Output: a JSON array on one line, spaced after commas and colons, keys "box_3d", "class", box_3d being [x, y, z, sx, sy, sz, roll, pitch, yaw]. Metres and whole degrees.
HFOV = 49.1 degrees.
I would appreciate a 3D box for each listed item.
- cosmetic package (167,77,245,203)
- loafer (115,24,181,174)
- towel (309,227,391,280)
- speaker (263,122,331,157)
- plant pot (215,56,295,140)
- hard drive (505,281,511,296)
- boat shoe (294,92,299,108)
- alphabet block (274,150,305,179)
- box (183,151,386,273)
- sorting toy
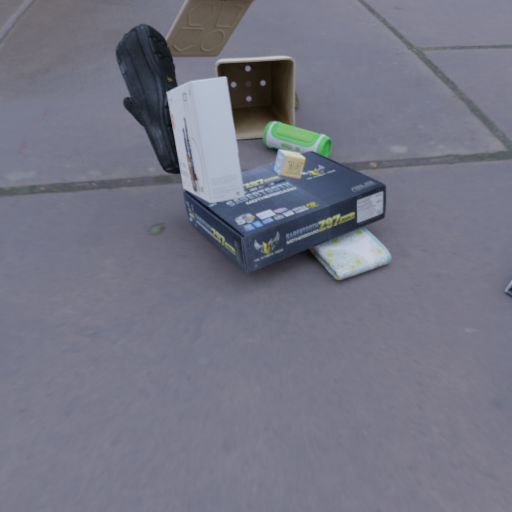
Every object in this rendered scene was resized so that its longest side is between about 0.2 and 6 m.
[{"box_3d": [-0.870, -1.866, 9.034, 0.598, 1.745, 2.314, -10, 14, -15], "class": "cosmetic package"}, {"box_3d": [-2.003, -2.955, 10.909, 1.089, 1.053, 3.101, -22, 78, 25], "class": "loafer"}, {"box_3d": [1.783, -0.158, 11.233, 1.261, 0.355, 1.473, -20, 44, -18], "class": "towel"}, {"box_3d": [1.026, -2.880, 14.114, 1.658, 0.733, 0.733, 21, 45, 23], "class": "speaker"}, {"box_3d": [-0.112, -4.437, 15.088, 2.013, 2.016, 1.785, -5, 32, -6], "class": "plant pot"}, {"box_3d": [5.923, 0.350, 10.513, 2.289, 0.485, 1.544, -31, 49, -31], "class": "hard drive"}, {"box_3d": [0.754, -4.916, 16.610, 0.651, 0.694, 1.929, -30, 48, 15], "class": "boat shoe"}, {"box_3d": [0.465, -1.285, 7.855, 0.321, 0.315, 0.313, 7, 24, -17], "class": "alphabet block"}, {"box_3d": [0.548, -1.073, 11.577, 3.361, 0.857, 2.651, -20, 33, -22], "class": "box"}, {"box_3d": [-1.116, -5.001, 12.090, 1.796, 1.941, 0.354, -20, 77, -44], "class": "sorting toy"}]
